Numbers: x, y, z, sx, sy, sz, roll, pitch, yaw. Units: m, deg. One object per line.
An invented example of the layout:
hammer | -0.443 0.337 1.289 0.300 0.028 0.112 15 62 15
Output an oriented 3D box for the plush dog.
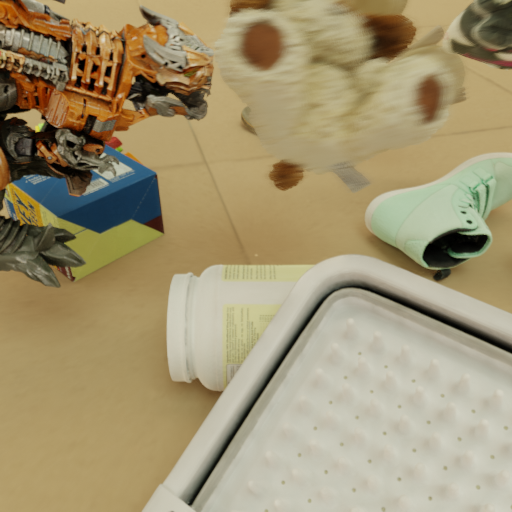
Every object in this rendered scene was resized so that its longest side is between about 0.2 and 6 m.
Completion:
plush dog | 0.635 -1.918 5.867 2.293 1.839 1.969 11 64 -12

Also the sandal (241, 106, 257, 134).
sandal | 0.849 -2.708 11.239 2.613 0.706 1.049 29 46 32

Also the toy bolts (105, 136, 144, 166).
toy bolts | -2.627 -1.600 9.674 1.217 1.274 0.884 42 85 6

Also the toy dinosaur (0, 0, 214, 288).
toy dinosaur | -2.524 -1.416 5.254 4.091 2.776 2.089 12 54 0

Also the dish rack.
dish rack | 0.972 1.925 4.258 3.056 0.775 3.561 24 70 29

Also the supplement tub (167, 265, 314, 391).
supplement tub | 0.061 0.775 6.115 1.903 1.380 1.380 0 37 0

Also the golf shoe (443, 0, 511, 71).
golf shoe | 3.470 -2.659 6.755 2.380 0.919 1.048 7 0 -13

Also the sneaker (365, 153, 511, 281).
sneaker | 3.193 -0.568 8.153 2.773 1.020 1.636 -20 35 -10

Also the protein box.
protein box | -2.572 -0.765 8.339 1.669 1.126 1.657 30 47 34

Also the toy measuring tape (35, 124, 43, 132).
toy measuring tape | -3.735 -1.931 10.235 0.746 0.746 2.027 -13 39 -17

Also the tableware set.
tableware set | 2.755 -3.595 8.159 2.726 3.263 0.379 -24 43 27
